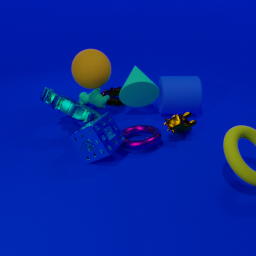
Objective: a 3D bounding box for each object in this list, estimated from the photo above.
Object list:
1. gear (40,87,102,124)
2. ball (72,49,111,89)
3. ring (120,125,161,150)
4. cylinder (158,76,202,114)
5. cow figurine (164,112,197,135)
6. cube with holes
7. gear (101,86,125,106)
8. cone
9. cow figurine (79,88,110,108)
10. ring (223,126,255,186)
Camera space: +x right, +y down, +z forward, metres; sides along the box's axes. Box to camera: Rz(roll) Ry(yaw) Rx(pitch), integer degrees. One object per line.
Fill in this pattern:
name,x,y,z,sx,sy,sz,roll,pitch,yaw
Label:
gear,-1.643,-0.605,8.512,2.003,0.370,2.003,27,3,-2
ball,-1.160,-1.864,8.905,1.246,1.246,1.246,0,28,0
ring,0.307,0.246,7.969,1.285,0.257,1.285,-6,23,3
cylinder,1.751,-1.133,9.688,1.297,1.297,1.297,-1,28,-2
cow figurine,1.486,-0.087,8.235,1.015,1.032,0.566,-22,69,-14
cube with holes,-0.770,0.253,7.202,0.853,0.853,0.853,-24,11,37
gear,-0.379,-1.263,11.025,1.370,0.253,1.370,-2,30,1
cone,0.312,-1.638,9.559,1.328,1.328,1.333,-3,58,-5
cow figurine,-1.297,-1.026,10.363,1.011,0.994,0.555,39,30,-3
ring,2.724,0.594,6.163,1.444,0.289,1.444,13,56,-20
